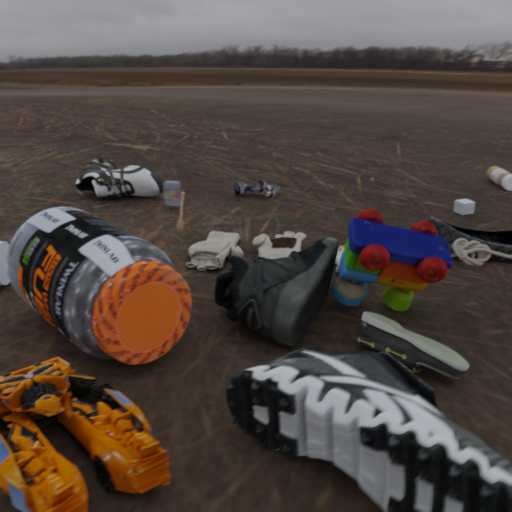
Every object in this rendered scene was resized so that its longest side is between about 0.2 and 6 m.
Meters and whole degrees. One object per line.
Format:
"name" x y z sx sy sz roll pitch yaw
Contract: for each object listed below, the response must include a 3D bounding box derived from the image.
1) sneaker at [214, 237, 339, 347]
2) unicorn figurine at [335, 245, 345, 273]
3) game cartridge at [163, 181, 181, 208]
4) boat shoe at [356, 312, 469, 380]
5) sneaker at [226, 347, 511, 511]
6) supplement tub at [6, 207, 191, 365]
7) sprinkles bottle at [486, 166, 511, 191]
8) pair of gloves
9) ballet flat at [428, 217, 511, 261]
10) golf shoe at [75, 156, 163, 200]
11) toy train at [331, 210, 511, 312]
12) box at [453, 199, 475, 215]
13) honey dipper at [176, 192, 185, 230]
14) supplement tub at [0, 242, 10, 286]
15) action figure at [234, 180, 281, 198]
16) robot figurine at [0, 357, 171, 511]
"sneaker" 0.385 0.314 9.374 1.689 1.127 2.949 17 32 19
"unicorn figurine" 1.784 0.100 11.060 0.768 0.413 1.119 -18 12 -16
"game cartridge" -2.184 -1.608 14.643 0.466 0.700 0.143 7 28 19
"boat shoe" 2.131 1.324 7.806 1.630 0.491 0.581 27 13 39
"sneaker" 1.440 1.736 5.824 3.552 1.180 1.607 16 30 39
"supplement tub" -2.363 0.400 8.356 1.780 1.780 2.905 -19 28 -38
"sprinkles bottle" 7.476 -2.367 17.011 0.467 0.467 1.370 0 22 0
"pair of gloves" -0.211 -0.141 11.562 2.308 0.405 1.963 5 23 15
"ballet flat" 4.912 -0.371 11.573 2.835 0.805 0.942 0 22 0
"golf shoe" -3.814 -1.945 15.629 2.645 1.028 1.250 12 46 24
"toy train" 2.595 0.323 9.113 2.612 1.511 1.106 12 41 -6
"box" 5.370 -1.265 14.462 0.372 0.320 0.374 -8 23 -19
"honey dipper" -1.688 -1.024 12.661 0.166 0.873 0.166 4 -7 1
"supplement tub" -5.180 0.146 10.110 1.296 0.942 0.942 -1 22 -1
"action figure" 0.045 -1.905 15.917 1.326 0.460 0.863 2 16 -5
"robot figurine" -2.128 1.877 6.066 1.834 0.736 2.530 -17 27 -39
